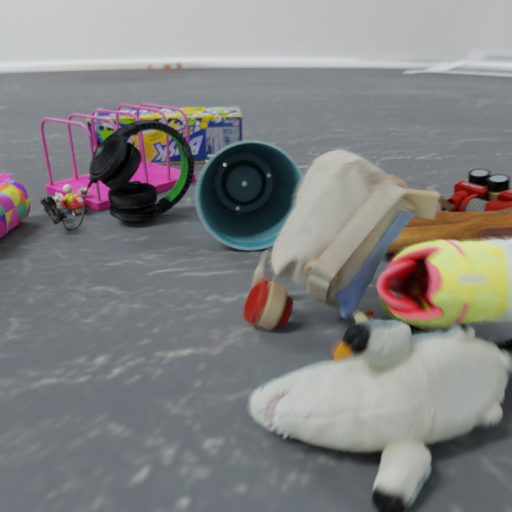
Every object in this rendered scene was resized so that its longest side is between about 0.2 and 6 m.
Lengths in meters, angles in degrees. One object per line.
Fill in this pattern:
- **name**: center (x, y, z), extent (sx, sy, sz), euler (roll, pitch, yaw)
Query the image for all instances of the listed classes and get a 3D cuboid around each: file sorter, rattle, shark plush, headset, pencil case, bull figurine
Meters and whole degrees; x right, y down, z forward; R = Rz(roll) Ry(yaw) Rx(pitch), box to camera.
- **file sorter**: center (-3.073, -2.378, 12.600), extent (1.947, 1.757, 2.802), euler (18, 30, 36)
- **rattle**: center (1.288, 1.038, 6.947), extent (0.602, 0.661, 0.925), euler (32, 7, -6)
- **shark plush**: center (1.654, 1.087, 5.739), extent (3.429, 1.558, 1.428), euler (-21, 0, -29)
- **headset**: center (-2.613, -1.447, 10.683), extent (2.908, 1.796, 1.366), euler (-34, 37, -19)
- **pencil case**: center (-4.832, -0.696, 9.859), extent (0.971, 0.971, 2.196), euler (1, 25, 3)
- **bull figurine**: center (-0.974, -2.368, 14.316), extent (0.634, 0.340, 1.044), euler (2, 24, 5)

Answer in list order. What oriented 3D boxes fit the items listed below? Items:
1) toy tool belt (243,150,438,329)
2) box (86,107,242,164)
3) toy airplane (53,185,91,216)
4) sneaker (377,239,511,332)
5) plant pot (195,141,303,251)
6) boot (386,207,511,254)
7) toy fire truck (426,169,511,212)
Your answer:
- **toy tool belt**: center (1.069, 0.054, 7.033), extent (1.562, 2.541, 1.587), euler (24, 19, -14)
- **box**: center (-2.392, -3.251, 15.124), extent (3.998, 1.285, 1.401), euler (-2, 25, -5)
- **toy airplane**: center (-3.804, -1.175, 11.357), extent (0.810, 0.574, 0.814), euler (-4, 26, -2)
- **sneaker**: center (1.870, 0.305, 6.327), extent (1.265, 1.095, 2.801), euler (-2, -10, -10)
- **plant pot**: center (-0.174, -1.189, 10.116), extent (1.839, 1.839, 1.728), euler (-3, 15, -6)
- **boot**: center (3.510, -0.261, 8.728), extent (3.178, 1.088, 2.992), euler (3, 26, 11)
- **toy fire truck**: center (4.113, -0.962, 10.465), extent (1.773, 1.141, 1.561), euler (-25, 33, -22)
